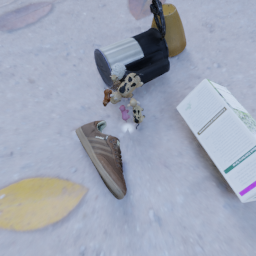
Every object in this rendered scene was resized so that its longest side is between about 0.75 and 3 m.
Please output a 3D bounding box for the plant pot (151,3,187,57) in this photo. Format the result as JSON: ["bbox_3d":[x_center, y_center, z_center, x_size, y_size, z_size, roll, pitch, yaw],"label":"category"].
[{"bbox_3d":[1.311,-3.357,9.391,1.315,1.411,1.315,-5,56,7],"label":"plant pot"}]

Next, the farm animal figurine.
[{"bbox_3d":[-0.058,-0.860,7.464,1.420,0.740,1.404,29,106,14],"label":"farm animal figurine"}]

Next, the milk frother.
[{"bbox_3d":[0.140,-2.495,8.321,2.042,2.171,1.959,-26,29,-17],"label":"milk frother"}]

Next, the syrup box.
[{"bbox_3d":[2.591,0.254,6.907,1.162,1.202,2.951,8,44,-44],"label":"syrup box"}]

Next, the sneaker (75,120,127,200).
[{"bbox_3d":[-0.510,0.626,7.007,0.905,0.844,2.397,-30,54,-10],"label":"sneaker"}]
